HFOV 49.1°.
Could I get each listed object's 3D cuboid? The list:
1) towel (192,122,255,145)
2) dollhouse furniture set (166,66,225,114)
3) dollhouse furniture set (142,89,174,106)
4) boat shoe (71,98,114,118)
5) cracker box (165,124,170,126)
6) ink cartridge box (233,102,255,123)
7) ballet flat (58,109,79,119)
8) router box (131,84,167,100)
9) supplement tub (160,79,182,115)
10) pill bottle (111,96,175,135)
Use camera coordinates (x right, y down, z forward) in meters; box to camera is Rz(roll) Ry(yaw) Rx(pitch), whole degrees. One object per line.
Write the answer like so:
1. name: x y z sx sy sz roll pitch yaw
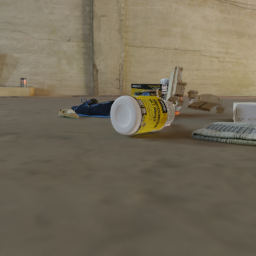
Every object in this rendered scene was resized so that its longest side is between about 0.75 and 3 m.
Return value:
1. towel: 3.456 0.104 8.608 2.394 0.413 2.305 7 11 34
2. dollhouse furniture set: 3.261 -1.688 12.209 2.864 1.398 2.442 10 -5 -2
3. dollhouse furniture set: 1.155 -1.280 13.882 1.806 1.248 1.913 -3 6 25
4. boat shoe: -1.772 -1.119 14.864 2.827 0.970 1.189 4 9 24
5. cracker box: 0.998 -0.250 11.158 1.224 0.353 0.820 -7 11 -42
6. ink cartridge box: 5.395 -0.655 12.165 1.474 0.847 2.031 3 9 17
7. ballet flat: -3.024 -0.740 14.144 1.351 0.441 0.476 6 9 32
8. router box: 1.126 -1.597 15.559 2.188 1.720 0.571 8 12 43
9. supplement tub: 2.429 -1.778 15.843 1.222 1.995 1.222 0 8 0
10. pill bottle: 0.585 -0.471 9.415 1.232 1.232 2.192 8 10 43
